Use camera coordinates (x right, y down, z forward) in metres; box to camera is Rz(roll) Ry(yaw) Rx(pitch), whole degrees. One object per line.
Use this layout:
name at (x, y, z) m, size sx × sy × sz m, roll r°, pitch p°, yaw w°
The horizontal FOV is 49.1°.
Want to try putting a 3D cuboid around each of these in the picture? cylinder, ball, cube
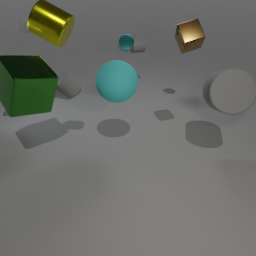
cylinder at (-2.102, -1.515, 9.695) m, size 0.700 × 0.700 × 0.700 m, roll -20°, pitch 49°, yaw 26°
ball at (-0.372, -1.536, 9.303) m, size 1.400 × 1.400 × 1.400 m, roll 0°, pitch 30°, yaw 0°
cylinder at (-3.085, -4.204, 11.324) m, size 1.400 × 1.400 × 1.400 m, roll 27°, pitch 31°, yaw -5°
cube at (1.975, -2.940, 9.007) m, size 0.700 × 0.700 × 0.700 m, roll -17°, pitch -13°, yaw -1°
cylinder at (-0.094, -3.990, 13.170) m, size 0.700 × 0.700 × 0.700 m, roll -3°, pitch 7°, yaw -5°
cube at (-3.265, -1.371, 8.955) m, size 1.400 × 1.400 × 1.400 m, roll -12°, pitch 47°, yaw -41°
cylinder at (3.242, -1.187, 9.098) m, size 1.400 × 1.400 × 1.400 m, roll 3°, pitch 9°, yaw 6°
cylinder at (0.506, -4.402, 15.043) m, size 0.700 × 0.700 × 0.700 m, roll -10°, pitch 31°, yaw -19°
